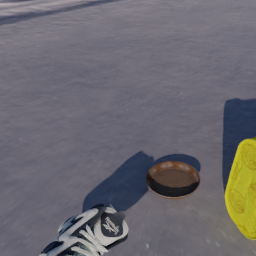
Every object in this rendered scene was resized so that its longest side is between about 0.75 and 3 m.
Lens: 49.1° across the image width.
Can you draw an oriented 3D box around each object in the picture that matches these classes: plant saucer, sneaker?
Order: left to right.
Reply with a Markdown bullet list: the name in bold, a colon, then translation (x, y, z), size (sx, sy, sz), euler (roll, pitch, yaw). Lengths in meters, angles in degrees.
- **sneaker**: translation (-0.554, 1.717, 4.188), size (1.202, 0.737, 1.847), euler (-36, 3, 7)
- **plant saucer**: translation (0.971, 1.148, 6.078), size (1.164, 0.200, 1.164), euler (-4, 31, 2)

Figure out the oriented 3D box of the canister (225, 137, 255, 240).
- **canister**: translation (3.272, 0.905, 5.087), size (2.545, 1.890, 1.101), euler (-8, 34, -14)
